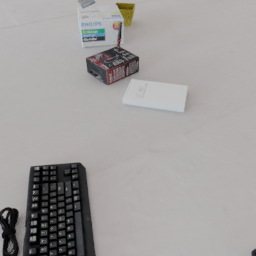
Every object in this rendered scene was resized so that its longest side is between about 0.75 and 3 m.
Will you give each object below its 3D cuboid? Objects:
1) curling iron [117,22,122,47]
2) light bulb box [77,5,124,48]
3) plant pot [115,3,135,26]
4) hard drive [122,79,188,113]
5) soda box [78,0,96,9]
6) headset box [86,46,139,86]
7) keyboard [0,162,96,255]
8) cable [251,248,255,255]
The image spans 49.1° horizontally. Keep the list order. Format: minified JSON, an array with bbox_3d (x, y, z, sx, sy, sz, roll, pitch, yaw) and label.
[{"bbox_3d":[-0.314,-3.219,10.139,0.165,0.320,1.291,9,84,1],"label":"curling iron"},{"bbox_3d":[-1.090,-4.032,11.004,1.649,1.038,1.663,-7,42,-8],"label":"light bulb box"},{"bbox_3d":[-0.159,-4.931,12.244,0.867,0.764,0.867,6,41,7],"label":"plant pot"},{"bbox_3d":[0.815,-0.967,8.142,1.726,0.227,1.138,9,42,10],"label":"hard drive"},{"bbox_3d":[-0.986,-2.927,5.620,0.302,0.325,0.949,-22,83,7],"label":"soda box"},{"bbox_3d":[-0.554,-2.030,9.091,1.507,0.565,1.120,-30,50,-30],"label":"headset box"},{"bbox_3d":[-1.492,1.736,4.998,1.671,0.357,2.783,-8,41,-8],"label":"keyboard"},{"bbox_3d":[2.542,2.326,3.878,1.414,0.440,1.733,-17,29,20],"label":"cable"}]
